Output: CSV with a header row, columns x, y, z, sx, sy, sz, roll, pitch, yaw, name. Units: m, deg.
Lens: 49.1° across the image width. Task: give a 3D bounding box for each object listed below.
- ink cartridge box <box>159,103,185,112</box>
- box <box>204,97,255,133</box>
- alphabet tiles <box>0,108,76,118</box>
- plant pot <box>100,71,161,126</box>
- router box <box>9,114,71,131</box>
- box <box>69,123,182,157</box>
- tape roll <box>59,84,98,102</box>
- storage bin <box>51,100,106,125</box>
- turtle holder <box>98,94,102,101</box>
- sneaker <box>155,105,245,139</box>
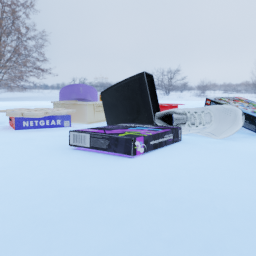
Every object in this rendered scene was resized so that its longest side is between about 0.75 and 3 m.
x,y,z,sx,sy,sz,roll,pitch,yaw,name
1.557,-0.881,14.756,1.531,0.886,2.635,-6,9,-38,ink cartridge box
4.534,-0.498,10.245,2.006,0.554,2.937,-5,23,-29,box
-3.560,-0.634,11.185,2.665,0.199,2.724,3,8,8,alphabet tiles
0.140,-0.885,10.876,1.899,2.136,2.141,-10,5,16,plant pot
-3.732,-0.328,11.760,2.211,0.540,1.985,-4,8,-27,router box
0.054,0.217,7.660,1.956,0.494,2.736,5,7,33,box
-2.844,-1.580,16.175,2.254,0.958,2.254,-5,-23,-2,tape roll
-2.209,-0.841,13.891,2.219,1.040,2.203,3,9,29,storage bin
-1.159,-1.916,19.172,1.681,1.799,2.367,-1,16,-3,turtle holder
2.061,-0.180,8.528,2.807,1.046,1.223,-5,-7,43,sneaker
